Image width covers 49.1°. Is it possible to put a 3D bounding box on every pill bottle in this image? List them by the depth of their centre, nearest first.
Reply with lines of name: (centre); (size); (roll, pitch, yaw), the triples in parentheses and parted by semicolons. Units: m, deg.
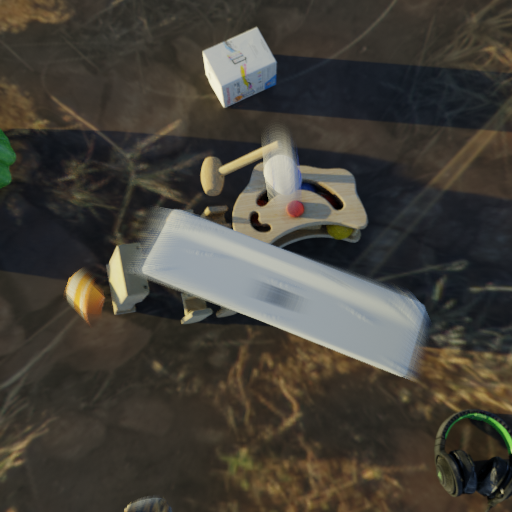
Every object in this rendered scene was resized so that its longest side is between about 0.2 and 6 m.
pill bottle: (0.489, -1.357, 9.633); (0.550, 0.981, 0.550); (-1, 86, 13)

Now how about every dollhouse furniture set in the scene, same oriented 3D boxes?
dollhouse furniture set: (-1.574, 0.323, 10.879); (2.312, 1.536, 2.027); (-7, 76, -24)

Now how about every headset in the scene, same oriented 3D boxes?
headset: (3.974, 3.926, 9.932); (1.482, 1.128, 2.401); (10, 66, 3)

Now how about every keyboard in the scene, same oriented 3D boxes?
keyboard: (0.441, 0.540, 9.228); (4.571, 0.244, 1.286); (21, 73, 7)

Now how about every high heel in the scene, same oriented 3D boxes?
high heel: (-1.603, 4.651, 9.093); (0.612, 1.713, 1.221); (-24, 57, 3)

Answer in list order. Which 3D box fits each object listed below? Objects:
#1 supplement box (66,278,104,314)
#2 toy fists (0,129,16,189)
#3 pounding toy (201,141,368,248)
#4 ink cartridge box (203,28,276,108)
supplement box: (-3.268, 0.745, 10.679); (1.025, 0.341, 0.353); (33, 110, 47)
toy fists: (-6.548, -1.374, 11.071); (3.680, 1.265, 1.876); (-36, 80, -9)
pounding toy: (0.495, -0.915, 10.634); (3.258, 1.869, 1.863); (5, 73, 1)
ink cartridge box: (-0.345, -3.933, 11.792); (1.280, 0.942, 0.926); (-26, 79, -5)
